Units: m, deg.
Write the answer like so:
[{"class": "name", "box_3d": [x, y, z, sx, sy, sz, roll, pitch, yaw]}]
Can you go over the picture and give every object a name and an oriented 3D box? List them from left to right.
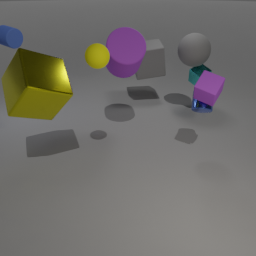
[{"class": "cylinder", "box_3d": [-4.272, -3.274, 10.054, 0.700, 0.700, 0.700, 23, 35, 28]}, {"class": "cube", "box_3d": [-2.680, -1.215, 8.203, 1.400, 1.400, 1.400, 5, 56, -44]}, {"class": "ball", "box_3d": [-0.868, -2.027, 7.908, 0.700, 0.700, 0.700, 0, 28, 0]}, {"class": "cylinder", "box_3d": [-0.130, -2.730, 10.302, 1.400, 1.400, 1.400, -4, -9, -7]}, {"class": "cube", "box_3d": [0.968, -3.313, 13.481, 1.400, 1.400, 1.400, -9, 34, 0]}, {"class": "ball", "box_3d": [2.837, -3.343, 12.015, 1.400, 1.400, 1.400, 0, 28, 0]}, {"class": "cube", "box_3d": [3.204, -2.330, 12.499, 0.700, 0.700, 0.700, -31, 55, -17]}, {"class": "cylinder", "box_3d": [2.564, -0.929, 9.602, 0.700, 0.700, 0.700, 8, -8, 1]}, {"class": "cube", "box_3d": [2.534, -1.242, 8.791, 0.700, 0.700, 0.700, 27, 72, 21]}]
